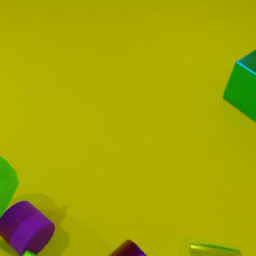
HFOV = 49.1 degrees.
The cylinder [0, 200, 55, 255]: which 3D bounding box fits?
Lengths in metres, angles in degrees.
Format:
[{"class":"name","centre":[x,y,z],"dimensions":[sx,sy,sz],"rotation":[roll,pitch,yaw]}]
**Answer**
[{"class":"cylinder","centre":[-1.865,1.849,5.142],"dimensions":[0.745,0.745,0.745],"rotation":[31,58,22]}]

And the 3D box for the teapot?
[{"class":"teapot","centre":[-2.548,1.084,4.872],"dimensions":[0.996,2.035,1.265],"rotation":[33,22,-18]}]

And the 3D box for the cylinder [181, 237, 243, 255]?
[{"class":"cylinder","centre":[1.364,2.350,4.657],"dimensions":[0.883,0.883,0.883],"rotation":[8,53,5]}]

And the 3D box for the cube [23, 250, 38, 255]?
[{"class":"cube","centre":[-1.444,2.600,4.514],"dimensions":[0.792,0.792,0.792],"rotation":[20,57,15]}]

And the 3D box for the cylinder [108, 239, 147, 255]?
[{"class":"cylinder","centre":[-0.059,2.452,4.602],"dimensions":[0.855,0.855,0.855],"rotation":[-33,59,-23]}]

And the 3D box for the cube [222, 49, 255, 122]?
[{"class":"cube","centre":[3.432,-1.130,7.132],"dimensions":[1.256,1.256,1.256],"rotation":[-32,59,-22]}]
